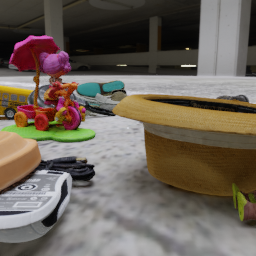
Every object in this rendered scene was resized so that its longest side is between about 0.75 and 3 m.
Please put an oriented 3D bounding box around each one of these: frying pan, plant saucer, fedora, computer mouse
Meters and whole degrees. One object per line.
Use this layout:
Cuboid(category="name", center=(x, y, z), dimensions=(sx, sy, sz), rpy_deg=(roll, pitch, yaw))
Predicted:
Cuboid(category="frying pan", center=(-1.787, -0.658, 8.931), dimensions=(2.773, 0.451, 1.677), rpy_deg=(22, 39, -2))
Cuboid(category="plant saucer", center=(-2.558, 0.526, 3.319), dimensions=(2.921, 0.471, 2.921), rpy_deg=(-10, 9, 1))
Cuboid(category="fedora", center=(1.214, 0.202, 4.204), dimensions=(2.989, 1.219, 2.989), rpy_deg=(5, 11, -1))
Cuboid(category="computer mouse", center=(-1.098, 0.797, 3.336), dimensions=(1.212, 0.485, 2.211), rpy_deg=(1, 9, 0))

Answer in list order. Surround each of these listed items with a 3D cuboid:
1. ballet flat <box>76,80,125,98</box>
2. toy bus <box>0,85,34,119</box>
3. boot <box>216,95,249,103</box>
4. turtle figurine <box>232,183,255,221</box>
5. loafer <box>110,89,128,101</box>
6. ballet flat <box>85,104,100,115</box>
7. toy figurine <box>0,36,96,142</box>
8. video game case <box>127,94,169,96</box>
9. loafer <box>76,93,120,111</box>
Cuboid(category="ballet flat", center=(-1.455, -2.007, 14.986), dimensions=(2.600, 0.919, 0.919), rpy_deg=(-9, 14, -9))
Cuboid(category="toy bus", center=(-4.245, -0.895, 9.200), dimensions=(2.519, 0.986, 0.820), rpy_deg=(8, 11, -10))
Cuboid(category="boot", center=(3.565, -0.905, 10.855), dimensions=(1.524, 0.606, 1.750), rpy_deg=(-11, 11, -22))
Cuboid(category="turtle figurine", center=(1.850, 0.809, 3.224), dimensions=(1.170, 0.467, 1.451), rpy_deg=(-5, 19, 12))
Cuboid(category="loafer", center=(-0.336, -1.280, 11.861), dimensions=(0.826, 0.733, 2.172), rpy_deg=(-2, 13, -9))
Cuboid(category="ballet flat", center=(-1.529, -0.679, 9.951), dimensions=(1.272, 0.450, 0.450), rpy_deg=(11, 16, 30))
Cuboid(category="toy figurine", center=(-2.016, -1.045, 6.987), dimensions=(2.645, 2.434, 1.986), rpy_deg=(8, 15, 30))
Cuboid(category="video game case", center=(0.669, -1.482, 13.883), dimensions=(2.770, 0.250, 1.983), rpy_deg=(1, 12, 5))
Cuboid(category="loafer", center=(-1.061, -0.952, 10.502), dimensions=(1.978, 0.690, 0.692), rpy_deg=(0, 13, 1))
